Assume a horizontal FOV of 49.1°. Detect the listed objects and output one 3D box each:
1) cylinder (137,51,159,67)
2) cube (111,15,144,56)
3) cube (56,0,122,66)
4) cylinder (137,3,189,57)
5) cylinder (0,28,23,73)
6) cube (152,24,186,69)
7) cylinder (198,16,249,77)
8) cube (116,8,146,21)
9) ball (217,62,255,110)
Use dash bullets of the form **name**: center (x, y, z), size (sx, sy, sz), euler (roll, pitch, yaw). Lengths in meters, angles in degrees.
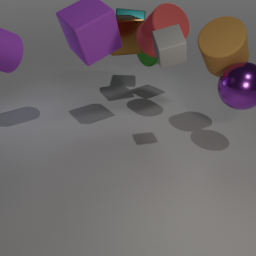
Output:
- **cylinder**: center (1.294, -3.629, 12.618), size (1.400, 1.400, 1.400), euler (-26, 38, -29)
- **cube**: center (-0.280, -3.990, 11.947), size (1.400, 1.400, 1.400), euler (-10, 32, -22)
- **cube**: center (-1.230, -3.171, 9.099), size (1.400, 1.400, 1.400), euler (-33, 55, -12)
- **cylinder**: center (1.195, -3.386, 9.836), size (1.400, 1.400, 1.400), euler (-13, -1, -22)
- **cylinder**: center (-4.501, -2.677, 9.333), size (1.400, 1.400, 1.400), euler (21, 8, 33)
- **cube**: center (1.062, -2.084, 7.184), size (0.700, 0.700, 0.700), euler (-15, 60, 3)
- **cylinder**: center (3.039, -2.515, 8.854), size (1.400, 1.400, 1.400), euler (18, -8, 30)
- **cube**: center (0.060, -4.773, 13.702), size (1.400, 1.400, 1.400), euler (6, -12, 0)
- **ball**: center (3.372, -1.232, 8.265), size (1.400, 1.400, 1.400), euler (0, 29, 0)
